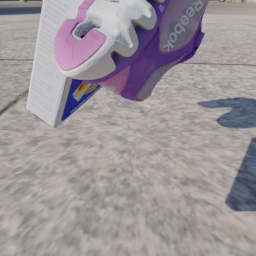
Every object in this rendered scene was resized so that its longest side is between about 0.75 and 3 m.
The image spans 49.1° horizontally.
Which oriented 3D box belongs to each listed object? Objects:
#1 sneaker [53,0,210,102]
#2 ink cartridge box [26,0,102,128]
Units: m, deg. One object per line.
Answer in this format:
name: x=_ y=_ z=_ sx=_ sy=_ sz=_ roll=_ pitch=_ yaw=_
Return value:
sneaker: x=0.348 y=-0.998 z=2.155 sx=1.971 sy=0.871 sz=0.793 roll=-50 pitch=43 yaw=1
ink cartridge box: x=-0.091 y=-1.564 z=3.313 sx=0.592 sy=2.517 sz=2.488 roll=31 pitch=40 yaw=6
